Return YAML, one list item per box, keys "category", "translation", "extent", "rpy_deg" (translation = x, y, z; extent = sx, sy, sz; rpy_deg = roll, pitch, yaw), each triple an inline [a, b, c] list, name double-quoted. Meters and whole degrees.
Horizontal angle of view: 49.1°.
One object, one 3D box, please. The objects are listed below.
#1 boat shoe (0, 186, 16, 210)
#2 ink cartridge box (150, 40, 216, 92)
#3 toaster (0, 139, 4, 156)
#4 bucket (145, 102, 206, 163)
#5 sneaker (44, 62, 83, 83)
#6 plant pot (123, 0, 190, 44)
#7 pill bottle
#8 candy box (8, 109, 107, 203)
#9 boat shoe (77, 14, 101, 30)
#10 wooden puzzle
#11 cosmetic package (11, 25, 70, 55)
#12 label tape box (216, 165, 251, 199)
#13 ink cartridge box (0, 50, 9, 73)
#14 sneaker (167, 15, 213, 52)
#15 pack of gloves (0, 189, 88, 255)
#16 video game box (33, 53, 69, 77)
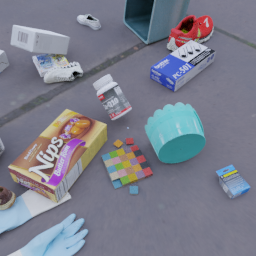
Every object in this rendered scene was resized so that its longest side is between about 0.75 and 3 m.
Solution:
- category: "boat shoe"
  translation: [-3.754, 1.734, 6.937]
  extent: [1.805, 0.650, 0.651]
  rpy_deg: [-6, 47, 8]
- category: "ink cartridge box"
  translation: [2.120, -2.434, 10.722]
  extent: [1.197, 0.563, 2.547]
  rpy_deg: [35, 58, 28]
- category: "toaster"
  translation: [-4.495, 0.550, 7.771]
  extent: [2.006, 1.140, 1.296]
  rpy_deg: [13, 46, 17]
- category: "bucket"
  translation: [1.336, 0.194, 7.808]
  extent: [1.593, 1.593, 1.036]
  rpy_deg: [-10, 52, -8]
- category: "sneaker"
  translation: [-2.375, -1.972, 10.379]
  extent: [1.487, 0.559, 0.603]
  rpy_deg: [-25, 62, -20]
- category: "plant pot"
  translation: [1.381, -5.330, 12.268]
  extent: [2.266, 2.218, 2.224]
  rpy_deg: [-18, 51, -24]
- category: "pill bottle"
  translation: [-0.504, -0.952, 8.672]
  extent: [0.731, 0.731, 1.284]
  rpy_deg: [-35, 98, -27]
- category: "candy box"
  translation: [-1.843, 0.665, 7.861]
  extent: [1.484, 0.718, 2.544]
  rpy_deg: [21, 47, 18]
- category: "boat shoe"
  translation: [-1.814, -5.069, 13.070]
  extent: [1.465, 0.489, 0.539]
  rpy_deg: [31, 56, 24]
- category: "wooden puzzle"
  translation: [-0.048, 1.047, 7.971]
  extent: [1.137, 0.135, 1.917]
  rpy_deg: [-18, 51, -15]
- category: "cosmetic package"
  translation: [-3.147, -3.186, 10.249]
  extent: [1.011, 0.710, 1.994]
  rpy_deg: [22, 20, 18]
- category: "label tape box"
  translation: [2.795, 1.443, 7.552]
  extent: [0.564, 0.248, 0.782]
  rpy_deg: [-18, 51, -15]
- category: "ink cartridge box"
  translation: [-5.833, -2.634, 10.823]
  extent: [2.000, 0.679, 1.160]
  rpy_deg: [18, 51, 15]
- category: "sneaker"
  translation: [2.784, -4.219, 11.844]
  extent: [1.102, 1.215, 2.861]
  rpy_deg: [33, 57, 26]
- category: "pack of gloves"
  translation: [-2.434, 2.376, 6.570]
  extent: [2.641, 0.521, 2.219]
  rpy_deg: [-28, 55, -22]
- category: "video game box"
  translation: [-3.004, -2.542, 10.964]
  extent: [1.183, 0.277, 1.078]
  rpy_deg: [-21, 57, -20]
